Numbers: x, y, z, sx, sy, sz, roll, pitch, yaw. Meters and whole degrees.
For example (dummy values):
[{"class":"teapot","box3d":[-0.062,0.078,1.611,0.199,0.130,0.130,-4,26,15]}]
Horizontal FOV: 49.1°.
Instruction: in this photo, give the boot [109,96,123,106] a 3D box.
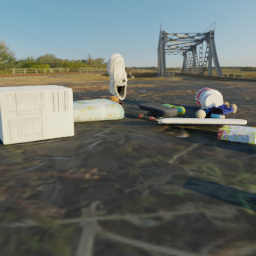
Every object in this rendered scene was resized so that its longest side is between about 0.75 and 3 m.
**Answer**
[{"class":"boot","box3d":[-0.712,-1.521,16.679,1.101,0.524,1.423,8,26,36]}]

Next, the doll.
[{"class":"doll","box3d":[3.978,-0.758,13.050,2.170,0.526,1.480,-15,26,-30]}]

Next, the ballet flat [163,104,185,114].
[{"class":"ballet flat","box3d":[2.291,-0.913,14.237,1.340,0.448,0.449,12,-5,35]}]

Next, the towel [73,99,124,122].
[{"class":"towel","box3d":[-1.813,-0.814,13.036,2.521,0.709,2.945,-8,14,-20]}]

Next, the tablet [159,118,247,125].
[{"class":"tablet","box3d":[2.661,-0.233,10.548,2.974,0.203,1.935,1,0,5]}]

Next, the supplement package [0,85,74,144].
[{"class":"supplement package","box3d":[-3.281,-0.569,9.551,2.221,1.633,2.124,-7,14,-30]}]

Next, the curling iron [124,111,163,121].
[{"class":"curling iron","box3d":[0.642,-0.545,12.716,2.125,0.272,0.527,9,11,34]}]

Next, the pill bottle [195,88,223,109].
[{"class":"pill bottle","box3d":[4.379,-1.512,15.052,1.160,1.160,2.066,1,13,3]}]

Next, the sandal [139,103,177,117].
[{"class":"sandal","box3d":[1.267,-0.759,12.965,1.044,0.588,2.745,-5,15,-19]}]

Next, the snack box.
[{"class":"snack box","box3d":[3.604,0.181,9.096,1.129,0.382,0.952,9,14,29]}]

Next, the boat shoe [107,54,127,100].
[{"class":"boat shoe","box3d":[-0.357,-1.916,10.876,0.742,2.063,0.678,-30,60,-26]}]
